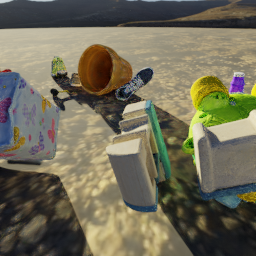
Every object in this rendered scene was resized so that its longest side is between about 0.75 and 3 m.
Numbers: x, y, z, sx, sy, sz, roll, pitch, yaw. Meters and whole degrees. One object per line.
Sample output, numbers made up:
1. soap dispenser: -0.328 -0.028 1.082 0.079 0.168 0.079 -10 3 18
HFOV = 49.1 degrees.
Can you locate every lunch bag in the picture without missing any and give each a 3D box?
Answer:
1. lunch bag: -2.588 -0.158 4.935 2.241 1.424 1.900 -1 -13 7

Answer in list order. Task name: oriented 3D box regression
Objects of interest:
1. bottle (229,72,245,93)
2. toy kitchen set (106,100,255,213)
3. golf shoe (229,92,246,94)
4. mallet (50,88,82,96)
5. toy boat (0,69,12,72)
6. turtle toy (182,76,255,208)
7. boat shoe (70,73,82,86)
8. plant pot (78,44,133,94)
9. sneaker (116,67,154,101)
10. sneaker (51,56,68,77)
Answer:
1. bottle: 3.122 -0.999 8.071 0.382 1.169 0.488 12 25 27
2. toy kitchen set: 0.872 0.364 3.913 1.810 1.331 2.259 -14 18 12
3. golf shoe: 3.194 -0.429 7.253 2.183 0.822 0.999 -3 27 -3
4. mallet: -2.236 -1.334 10.108 1.152 0.237 0.379 -11 21 -36
5. toy boat: -5.439 -2.351 11.791 0.689 0.690 1.056 20 30 38
6. turtle toy: 2.258 0.342 4.488 2.969 1.501 2.164 -1 46 -9
7. boat shoe: -1.505 -2.033 11.279 1.660 0.513 0.604 -12 26 -25
8. plant pot: -0.685 -2.057 10.168 1.689 1.689 1.546 17 14 34
9. sneaker: 0.204 -1.401 9.128 1.470 0.515 0.798 -34 9 24
10. sneaker: -3.223 -2.813 12.805 0.734 0.743 1.946 -9 25 -22
